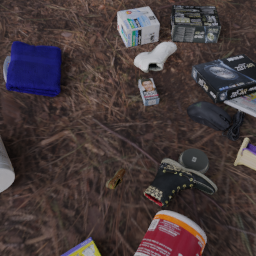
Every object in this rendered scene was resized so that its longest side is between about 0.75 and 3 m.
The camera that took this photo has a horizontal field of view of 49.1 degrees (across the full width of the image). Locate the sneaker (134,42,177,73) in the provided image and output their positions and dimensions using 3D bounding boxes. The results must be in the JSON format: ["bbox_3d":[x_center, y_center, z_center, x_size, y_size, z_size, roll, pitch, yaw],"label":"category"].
[{"bbox_3d":[1.431,-3.124,12.838,2.179,0.849,1.082,-30,65,-10],"label":"sneaker"}]

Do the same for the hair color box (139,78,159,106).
[{"bbox_3d":[0.868,-1.528,11.812,0.608,0.372,1.227,-9,53,-6],"label":"hair color box"}]

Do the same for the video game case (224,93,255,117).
[{"bbox_3d":[4.931,-1.051,11.251,1.413,0.171,1.552,-27,40,-25],"label":"video game case"}]

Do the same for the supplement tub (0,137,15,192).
[{"bbox_3d":[-4.814,0.949,9.251,1.506,1.506,2.283,-25,58,-18],"label":"supplement tub"}]

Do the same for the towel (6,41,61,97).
[{"bbox_3d":[-4.009,-2.553,12.162,2.172,0.729,2.941,3,49,-17],"label":"towel"}]

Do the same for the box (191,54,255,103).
[{"bbox_3d":[4.388,-2.176,11.990,2.631,0.573,2.108,-15,46,-10],"label":"box"}]

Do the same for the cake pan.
[{"bbox_3d":[2.345,1.162,9.904,1.075,0.197,1.075,0,53,0],"label":"cake pan"}]

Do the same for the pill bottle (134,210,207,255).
[{"bbox_3d":[0.841,3.663,7.194,1.537,1.537,2.721,25,58,18],"label":"pill bottle"}]

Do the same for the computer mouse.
[{"bbox_3d":[3.401,-0.523,10.923,2.204,0.581,1.527,22,56,16],"label":"computer mouse"}]

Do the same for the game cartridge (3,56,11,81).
[{"bbox_3d":[-4.849,-2.522,12.387,1.205,0.376,1.809,3,50,-27],"label":"game cartridge"}]

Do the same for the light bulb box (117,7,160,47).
[{"bbox_3d":[0.490,-5.085,14.054,1.693,1.057,1.678,-14,54,-10],"label":"light bulb box"}]

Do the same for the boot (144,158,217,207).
[{"bbox_3d":[1.657,1.987,8.991,2.001,0.722,1.511,27,61,22],"label":"boot"}]

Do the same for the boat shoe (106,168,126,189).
[{"bbox_3d":[-0.285,1.543,8.414,0.300,0.317,0.882,16,40,30],"label":"boat shoe"}]

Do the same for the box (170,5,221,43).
[{"bbox_3d":[3.365,-5.301,14.258,2.278,0.981,1.865,2,53,1],"label":"box"}]

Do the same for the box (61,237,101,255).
[{"bbox_3d":[-1.005,4.196,7.443,1.239,0.511,2.112,-28,59,-19],"label":"box"}]

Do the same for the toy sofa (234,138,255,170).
[{"bbox_3d":[4.804,1.145,9.401,2.127,1.038,0.881,26,57,19],"label":"toy sofa"}]
